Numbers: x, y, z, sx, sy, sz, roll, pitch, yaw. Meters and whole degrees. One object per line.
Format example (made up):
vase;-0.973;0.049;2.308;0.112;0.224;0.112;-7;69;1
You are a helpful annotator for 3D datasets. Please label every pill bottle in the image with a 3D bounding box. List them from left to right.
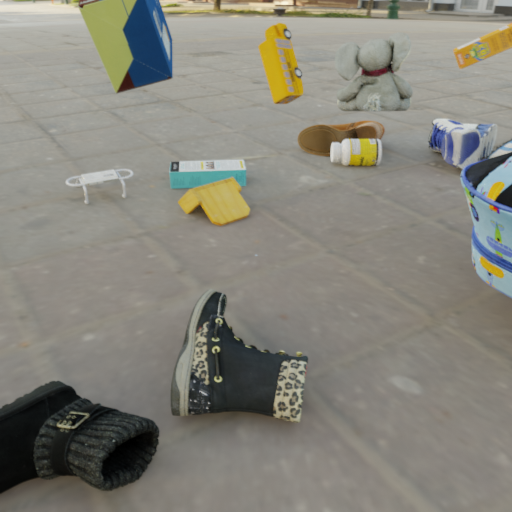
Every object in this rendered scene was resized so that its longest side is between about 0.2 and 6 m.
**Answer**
pill bottle;2.402;-2.501;13.538;1.151;0.640;0.640;0;29;0

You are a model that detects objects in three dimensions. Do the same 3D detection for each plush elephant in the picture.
plush elephant;2.124;-3.263;10.021;1.393;1.309;1.691;3;15;12

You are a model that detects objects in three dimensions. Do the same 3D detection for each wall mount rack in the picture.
wall mount rack;-3.366;-1.561;12.015;1.398;0.521;1.215;-13;35;-22

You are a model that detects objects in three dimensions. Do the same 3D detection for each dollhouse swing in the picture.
dollhouse swing;-0.800;-0.955;11.183;1.040;0.915;0.945;-22;-6;-34

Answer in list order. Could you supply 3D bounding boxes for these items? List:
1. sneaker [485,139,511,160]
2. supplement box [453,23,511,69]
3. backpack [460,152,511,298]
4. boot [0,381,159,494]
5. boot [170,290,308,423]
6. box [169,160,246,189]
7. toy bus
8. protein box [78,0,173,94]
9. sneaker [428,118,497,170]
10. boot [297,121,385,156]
sneaker;6.652;-2.366;13.211;2.365;0.850;0.857;-8;65;2
supplement box;3.295;-2.985;7.971;0.895;0.298;0.308;-19;20;27
backpack;4.613;-0.220;7.258;3.881;2.611;3.543;-17;33;-29
boot;-1.991;1.949;5.269;1.425;0.717;1.906;17;32;28
boot;-0.125;1.188;6.737;1.481;0.708;1.960;6;33;5
box;-1.081;-1.834;12.549;1.679;0.413;0.691;-3;29;-5
toy bus;0.274;-2.215;6.456;0.343;0.876;0.285;-15;-1;-41
protein box;-1.890;-3.470;8.404;0.927;1.364;1.374;-13;45;4
sneaker;4.844;-2.789;13.858;1.473;1.030;2.551;16;26;34
boot;2.292;-3.189;14.703;2.147;0.823;1.667;-8;13;23
